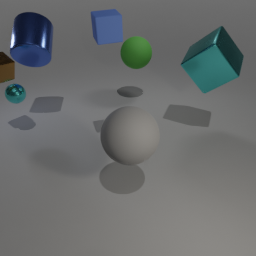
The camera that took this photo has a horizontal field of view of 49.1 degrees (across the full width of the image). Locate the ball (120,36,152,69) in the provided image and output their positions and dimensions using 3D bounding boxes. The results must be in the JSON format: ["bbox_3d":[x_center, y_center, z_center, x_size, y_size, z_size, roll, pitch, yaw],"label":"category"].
[{"bbox_3d":[0.364,-3.327,12.410,1.400,1.400,1.400,0,30,0],"label":"ball"}]

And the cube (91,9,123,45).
[{"bbox_3d":[-0.565,-2.705,7.475,0.700,0.700,0.700,-11,37,-11],"label":"cube"}]

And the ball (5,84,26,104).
[{"bbox_3d":[-3.926,-1.200,9.776,0.700,0.700,0.700,0,30,0],"label":"ball"}]

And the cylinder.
[{"bbox_3d":[-3.455,-3.162,10.137,1.400,1.400,1.400,-1,69,-2],"label":"cylinder"}]

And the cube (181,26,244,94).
[{"bbox_3d":[2.912,-2.315,9.620,1.400,1.400,1.400,-27,23,44],"label":"cube"}]

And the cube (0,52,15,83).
[{"bbox_3d":[-4.215,-1.970,9.169,0.700,0.700,0.700,39,44,20],"label":"cube"}]

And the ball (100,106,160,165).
[{"bbox_3d":[0.047,0.181,6.647,1.400,1.400,1.400,0,30,0],"label":"ball"}]
